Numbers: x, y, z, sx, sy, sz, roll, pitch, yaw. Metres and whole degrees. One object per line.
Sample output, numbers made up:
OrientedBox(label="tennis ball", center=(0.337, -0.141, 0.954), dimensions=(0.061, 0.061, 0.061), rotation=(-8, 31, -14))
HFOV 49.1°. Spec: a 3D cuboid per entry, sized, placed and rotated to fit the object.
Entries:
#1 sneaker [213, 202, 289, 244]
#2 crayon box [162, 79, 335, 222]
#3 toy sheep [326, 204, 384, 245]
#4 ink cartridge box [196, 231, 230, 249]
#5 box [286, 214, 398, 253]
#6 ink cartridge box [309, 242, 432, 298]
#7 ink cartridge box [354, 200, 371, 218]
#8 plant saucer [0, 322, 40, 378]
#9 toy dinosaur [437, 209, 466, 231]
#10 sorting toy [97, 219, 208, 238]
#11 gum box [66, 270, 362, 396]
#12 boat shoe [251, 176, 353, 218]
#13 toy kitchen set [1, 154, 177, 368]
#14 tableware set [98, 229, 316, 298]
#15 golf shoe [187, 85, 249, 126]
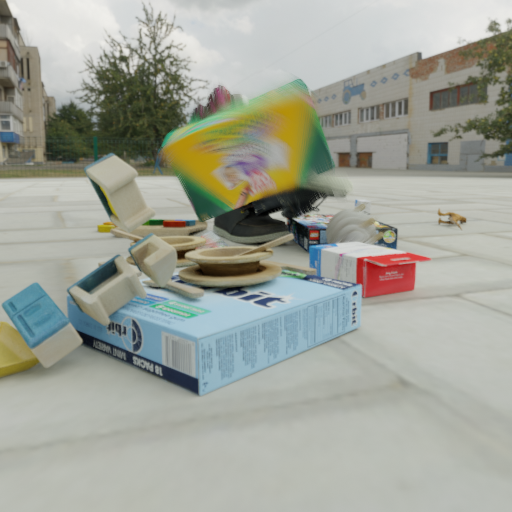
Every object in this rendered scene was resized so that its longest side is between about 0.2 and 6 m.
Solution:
OrientedBox(label="sneaker", center=(-0.236, -1.137, 13.103), dimensions=(1.058, 1.503, 2.829), rotation=(-7, 12, -33))
OrientedBox(label="crayon box", center=(-0.124, -1.859, 9.968), dimensions=(2.640, 1.568, 0.769), rotation=(-21, 26, 7))
OrientedBox(label="toy sheep", center=(1.818, -0.408, 10.579), dimensions=(1.016, 1.016, 1.474), rotation=(-1, 24, -3))
OrientedBox(label="ink cartridge box", center=(-0.839, -0.134, 10.334), dimensions=(0.539, 0.249, 0.988), rotation=(39, 16, 0))
OrientedBox(label="box", center=(1.819, -0.555, 12.676), dimensions=(1.882, 0.519, 2.756), rotation=(-1, 10, -6))
OrientedBox(label="ink cartridge box", center=(1.670, 0.200, 8.404), dimensions=(0.991, 0.574, 1.706), rotation=(-6, 12, -28))
OrientedBox(label="ink cartridge box", center=(2.864, -1.126, 15.161), dimensions=(0.317, 0.751, 0.548), rotation=(1, 11, -6))
OrientedBox(label="plant saucer", center=(-2.531, 0.919, 5.162), dimensions=(0.840, 0.203, 0.840), rotation=(24, 19, 35))
OrientedBox(label="toy dinosaur", center=(5.442, -1.040, 15.483), dimensions=(0.841, 0.478, 1.583), rotation=(8, 13, 30))
OrientedBox(label="sorting toy", center=(-2.796, -0.782, 14.312), dimensions=(2.766, 0.370, 2.061), rotation=(2, 11, 9))
OrientedBox(label="gum box", center=(-0.406, 0.610, 6.199), dimensions=(2.131, 0.559, 2.509), rotation=(10, 14, 42))
OrientedBox(label="boat shoe", center=(0.894, -1.229, 11.764), dimensions=(1.029, 0.858, 2.757), rotation=(-6, 5, -42))
OrientedBox(label="toy kitchen set", center=(-1.721, -0.042, 5.213), dimensions=(1.564, 1.253, 0.922), rotation=(-37, 39, -22))
OrientedBox(label="tableware set", center=(-0.741, -0.072, 6.913), dimensions=(1.718, 0.521, 2.600), rotation=(-9, 12, -37))
OrientedBox(label="golf shoe", center=(-0.741, -2.625, 11.412), dimensions=(1.111, 0.876, 2.413), rotation=(18, -9, -23))
